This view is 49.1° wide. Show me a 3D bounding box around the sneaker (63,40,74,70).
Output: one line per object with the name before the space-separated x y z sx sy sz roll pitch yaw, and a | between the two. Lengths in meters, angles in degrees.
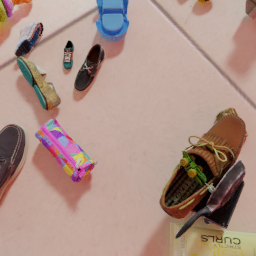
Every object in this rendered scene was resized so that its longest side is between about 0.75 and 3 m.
sneaker | -1.898 -2.317 8.844 0.339 0.380 0.951 1 73 0

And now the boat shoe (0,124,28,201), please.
boat shoe | -3.603 1.137 7.472 1.019 0.918 2.834 22 74 7

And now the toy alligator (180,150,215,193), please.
toy alligator | 1.502 1.020 6.275 0.380 0.275 1.146 -13 62 -43

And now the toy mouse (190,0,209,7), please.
toy mouse | 2.468 -5.094 9.717 1.957 0.379 1.739 -28 75 -9

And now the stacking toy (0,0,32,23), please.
stacking toy | -4.267 -3.892 8.984 2.698 1.481 1.566 -32 72 -22

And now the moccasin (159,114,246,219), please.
moccasin | 1.740 0.782 6.519 2.877 1.111 1.052 -43 63 -8

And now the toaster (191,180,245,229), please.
toaster | 2.087 1.619 7.321 1.412 0.927 1.562 26 74 8

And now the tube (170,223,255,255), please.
tube | 2.506 3.034 7.016 2.905 0.754 0.843 2 44 5

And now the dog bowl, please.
dog bowl | -0.499 -3.702 9.232 1.074 0.478 1.927 -1 72 0

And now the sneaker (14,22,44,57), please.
sneaker | -3.295 -2.873 9.027 0.592 0.513 1.367 20 70 20

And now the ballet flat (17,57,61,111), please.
ballet flat | -2.645 -1.387 8.475 0.695 0.695 1.966 -32 75 -9

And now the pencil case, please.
pencil case | -1.717 0.615 7.691 0.843 0.843 1.907 -43 75 -12

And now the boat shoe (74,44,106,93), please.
boat shoe | -1.226 -1.854 8.625 0.580 0.546 1.616 25 76 6

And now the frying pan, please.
frying pan | 1.919 1.461 6.010 0.359 1.333 2.204 35 45 28

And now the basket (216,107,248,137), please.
basket | 3.067 -0.141 8.015 0.686 0.657 0.921 -18 74 -5

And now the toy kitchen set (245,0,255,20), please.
toy kitchen set | 3.947 -4.949 8.974 2.122 2.352 1.919 48 120 13
